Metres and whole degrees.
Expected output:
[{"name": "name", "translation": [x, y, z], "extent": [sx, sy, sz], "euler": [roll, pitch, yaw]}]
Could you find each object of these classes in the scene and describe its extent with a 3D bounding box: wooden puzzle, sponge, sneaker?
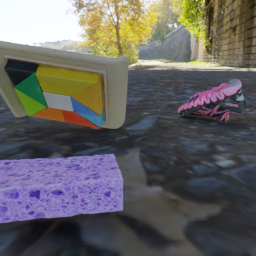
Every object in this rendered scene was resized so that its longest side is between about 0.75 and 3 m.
[{"name": "wooden puzzle", "translation": [-1.477, -0.741, 6.305], "extent": [2.880, 0.536, 2.665], "euler": [5, -28, 0]}, {"name": "sponge", "translation": [-1.457, 0.693, 3.396], "extent": [2.705, 0.403, 1.509], "euler": [-3, 5, -6]}, {"name": "sneaker", "translation": [2.458, -0.569, 8.263], "extent": [0.891, 1.076, 2.256], "euler": [-42, 14, -33]}]
